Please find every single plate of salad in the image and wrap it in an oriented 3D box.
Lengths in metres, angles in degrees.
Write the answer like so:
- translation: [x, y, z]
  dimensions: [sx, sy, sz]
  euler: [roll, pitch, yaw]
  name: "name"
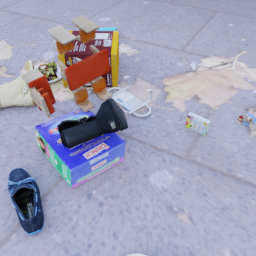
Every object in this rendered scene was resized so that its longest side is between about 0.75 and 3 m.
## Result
- translation: [-3.844, -2.658, 13.114]
  dimensions: [1.823, 0.438, 1.823]
  euler: [1, 42, -1]
  name: "plate of salad"

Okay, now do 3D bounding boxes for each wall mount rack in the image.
- translation: [-0.252, -1.218, 11.189]
  dimensions: [2.087, 0.895, 2.402]
  euler: [-32, 50, -30]
  name: "wall mount rack"

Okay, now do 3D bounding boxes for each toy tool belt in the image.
- translation: [4.577, -0.342, 10.465]
  dimensions: [0.572, 0.563, 0.917]
  euler: [-32, 51, -30]
  name: "toy tool belt"

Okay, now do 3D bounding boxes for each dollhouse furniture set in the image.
- translation: [-1.737, -1.603, 8.920]
  dimensions: [2.792, 2.823, 1.454]
  euler: [-33, 52, -21]
  name: "dollhouse furniture set"

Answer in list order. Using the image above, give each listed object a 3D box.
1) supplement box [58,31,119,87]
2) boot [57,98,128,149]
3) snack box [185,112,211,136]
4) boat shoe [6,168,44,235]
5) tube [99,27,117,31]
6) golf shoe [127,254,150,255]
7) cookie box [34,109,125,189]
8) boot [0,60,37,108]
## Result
- translation: [-1.658, -3.183, 12.791]
  dimensions: [2.446, 1.624, 2.412]
  euler: [0, 42, 0]
  name: "supplement box"
- translation: [-1.190, -0.179, 8.663]
  dimensions: [1.958, 0.890, 2.330]
  euler: [-17, 18, -9]
  name: "boot"
- translation: [2.540, -0.145, 10.217]
  dimensions: [0.853, 0.607, 0.226]
  euler: [28, 49, 27]
  name: "snack box"
- translation: [-2.837, 1.847, 7.891]
  dimensions: [0.958, 0.781, 2.276]
  euler: [-25, 48, -25]
  name: "boat shoe"
- translation: [-1.133, -5.213, 15.792]
  dimensions: [1.144, 0.745, 2.956]
  euler: [1, 37, -5]
  name: "tube"
- translation: [0.597, 3.186, 6.506]
  dimensions: [1.585, 0.698, 0.612]
  euler: [7, 44, 10]
  name: "golf shoe"
- translation: [-1.600, 0.526, 9.210]
  dimensions: [2.037, 0.895, 2.381]
  euler: [-25, 48, -30]
  name: "cookie box"
- translation: [-4.782, -1.827, 11.730]
  dimensions: [1.865, 0.873, 2.399]
  euler: [-9, 60, -8]
  name: "boot"
